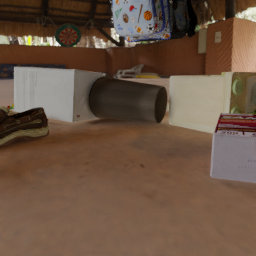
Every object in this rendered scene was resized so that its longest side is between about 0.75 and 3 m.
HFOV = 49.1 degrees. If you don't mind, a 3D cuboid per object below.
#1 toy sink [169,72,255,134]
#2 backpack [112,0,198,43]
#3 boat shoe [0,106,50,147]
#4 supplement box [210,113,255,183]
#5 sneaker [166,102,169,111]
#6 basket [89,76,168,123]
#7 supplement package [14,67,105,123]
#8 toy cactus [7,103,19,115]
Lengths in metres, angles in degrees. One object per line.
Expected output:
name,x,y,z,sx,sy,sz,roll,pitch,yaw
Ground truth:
toy sink,2.824,-0.769,7.867,1.878,1.614,2.882,-9,15,-35
backpack,0.495,-3.088,6.755,2.005,1.910,1.545,11,22,40
boat shoe,-2.938,-0.084,6.488,0.860,0.862,2.329,9,15,36
supplement box,2.310,0.255,5.200,1.333,0.745,2.449,4,12,19
sneaker,1.055,-0.919,11.296,0.668,0.619,1.647,5,9,-43
basket,0.117,-0.872,9.109,2.085,1.418,1.880,10,8,24
supplement package,-2.368,-1.215,9.622,2.755,1.610,1.616,10,11,29
toy cactus,-4.349,-0.647,10.078,1.010,0.626,1.224,13,6,12
